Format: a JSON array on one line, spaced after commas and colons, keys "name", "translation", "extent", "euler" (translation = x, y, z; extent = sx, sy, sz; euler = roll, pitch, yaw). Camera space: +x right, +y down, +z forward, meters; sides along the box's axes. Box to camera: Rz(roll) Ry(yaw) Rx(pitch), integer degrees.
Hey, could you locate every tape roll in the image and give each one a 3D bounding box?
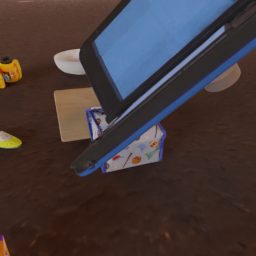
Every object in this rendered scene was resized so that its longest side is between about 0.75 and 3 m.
[{"name": "tape roll", "translation": [1.993, -1.168, 6.105], "extent": [0.830, 0.274, 0.830], "euler": [-29, 31, 20]}]

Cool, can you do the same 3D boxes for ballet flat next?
[{"name": "ballet flat", "translation": [-2.956, 0.233, 6.364], "extent": [1.049, 0.351, 0.350], "euler": [5, 31, 9]}]

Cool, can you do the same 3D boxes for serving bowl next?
[{"name": "serving bowl", "translation": [-1.750, -2.440, 10.515], "extent": [1.943, 0.639, 1.943], "euler": [-1, 29, 0]}]

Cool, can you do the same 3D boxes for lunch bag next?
[{"name": "lunch bag", "translation": [-0.120, 0.002, 6.007], "extent": [1.350, 0.983, 1.588], "euler": [-7, 39, -17]}]

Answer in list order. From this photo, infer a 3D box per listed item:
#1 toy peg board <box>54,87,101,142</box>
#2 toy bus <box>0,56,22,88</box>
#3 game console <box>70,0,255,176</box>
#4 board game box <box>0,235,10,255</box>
[{"name": "toy peg board", "translation": [-1.064, -0.266, 6.806], "extent": [1.268, 0.620, 1.262], "euler": [-8, 69, -17]}, {"name": "toy bus", "translation": [-4.335, -1.708, 9.219], "extent": [1.308, 0.888, 1.256], "euler": [2, 44, -3]}, {"name": "game console", "translation": [0.195, -1.120, 3.467], "extent": [1.637, 2.767, 2.362], "euler": [48, 27, -4]}, {"name": "board game box", "translation": [-1.737, 1.882, 3.189], "extent": [0.778, 0.779, 0.778], "euler": [-12, 33, -19]}]
